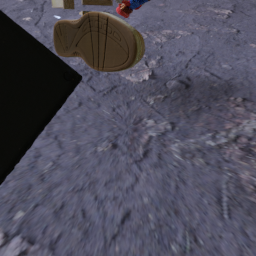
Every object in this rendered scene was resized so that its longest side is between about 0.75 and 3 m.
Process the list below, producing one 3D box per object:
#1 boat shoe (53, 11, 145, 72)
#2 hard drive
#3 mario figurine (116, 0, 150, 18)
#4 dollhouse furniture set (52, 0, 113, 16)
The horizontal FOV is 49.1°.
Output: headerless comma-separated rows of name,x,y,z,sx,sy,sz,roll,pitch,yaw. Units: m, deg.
boat shoe,-0.410,-1.346,4.368,0.720,0.799,2.216,-11,22,-36
hard drive,-2.067,-0.554,2.305,2.822,0.464,1.970,38,72,-14
mario figurine,0.106,-3.932,8.634,1.207,0.745,0.640,-17,41,39
dollhouse furniture set,-1.171,-3.791,7.990,1.764,1.620,1.148,-11,26,-27
